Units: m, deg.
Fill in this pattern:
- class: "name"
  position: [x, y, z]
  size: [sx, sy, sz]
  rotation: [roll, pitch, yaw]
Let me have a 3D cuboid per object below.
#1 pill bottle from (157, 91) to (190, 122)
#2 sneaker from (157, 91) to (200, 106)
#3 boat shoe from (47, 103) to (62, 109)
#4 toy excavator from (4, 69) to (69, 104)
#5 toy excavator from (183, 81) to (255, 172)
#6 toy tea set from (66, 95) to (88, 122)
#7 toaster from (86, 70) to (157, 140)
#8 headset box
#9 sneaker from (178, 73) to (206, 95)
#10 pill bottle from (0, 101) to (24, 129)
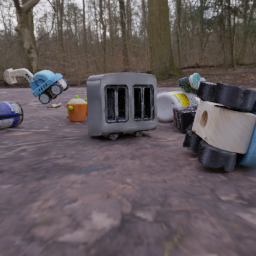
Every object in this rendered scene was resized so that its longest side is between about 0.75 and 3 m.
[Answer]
- class: "pill bottle"
  position: [1.777, -0.888, 11.023]
  size: [1.083, 1.083, 1.983]
  rotation: [5, 11, 28]
- class: "sneaker"
  position: [2.355, -1.107, 13.179]
  size: [1.066, 1.012, 2.649]
  rotation: [4, 10, -43]
- class: "boat shoe"
  position: [-3.919, -1.163, 14.886]
  size: [0.877, 0.274, 0.312]
  rotation: [-11, 17, -42]
- class: "toy excavator"
  position: [-2.586, -1.334, 7.911]
  size: [1.369, 1.408, 0.703]
  rotation: [-32, 12, 18]
- class: "toy excavator"
  position: [2.740, 0.012, 5.939]
  size: [2.936, 1.467, 2.855]
  rotation: [12, 11, -5]
- class: "toy tea set"
  position: [-1.736, -0.881, 11.278]
  size: [1.565, 0.974, 2.632]
  rotation: [-3, 11, -17]
- class: "toaster"
  position: [-0.167, -0.705, 7.715]
  size: [1.744, 1.929, 1.144]
  rotation: [-4, 6, -28]
- class: "headset box"
  position: [2.169, -0.340, 8.922]
  size: [1.267, 0.657, 1.702]
  rotation: [-5, 11, 1]
- class: "sneaker"
  position: [2.564, -1.653, 11.066]
  size: [0.862, 0.733, 1.889]
  rotation: [-4, -14, 31]
- class: "pill bottle"
  position: [-4.167, -0.382, 8.882]
  size: [0.845, 0.845, 1.510]
  rotation: [6, 11, 29]
